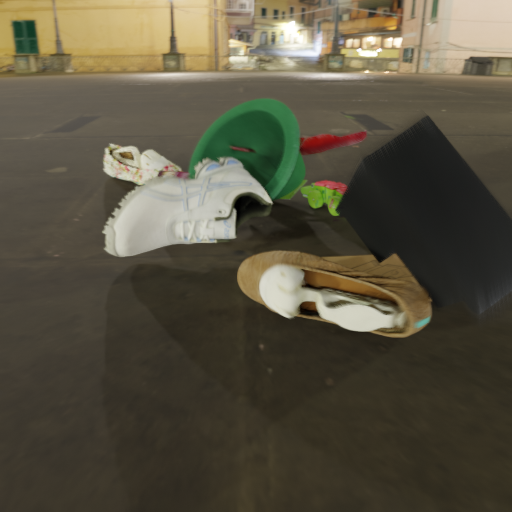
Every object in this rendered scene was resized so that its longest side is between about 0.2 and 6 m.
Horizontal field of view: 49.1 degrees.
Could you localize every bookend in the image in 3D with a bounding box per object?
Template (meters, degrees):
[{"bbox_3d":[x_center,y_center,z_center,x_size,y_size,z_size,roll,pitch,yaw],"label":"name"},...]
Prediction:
[{"bbox_3d":[2.377,-0.337,7.921,1.086,2.357,2.342,-34,-9,-7],"label":"bookend"}]

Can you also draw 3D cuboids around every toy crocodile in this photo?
[{"bbox_3d":[1.763,-1.373,12.550,0.732,0.670,2.170,-12,21,-26],"label":"toy crocodile"}]

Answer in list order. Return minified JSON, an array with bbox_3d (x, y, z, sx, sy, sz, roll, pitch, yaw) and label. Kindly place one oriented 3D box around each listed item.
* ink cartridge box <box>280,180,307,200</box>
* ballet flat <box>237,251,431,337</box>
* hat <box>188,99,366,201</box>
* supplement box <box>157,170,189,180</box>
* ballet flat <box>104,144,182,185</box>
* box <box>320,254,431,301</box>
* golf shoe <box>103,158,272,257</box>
[{"bbox_3d":[0.323,-1.832,13.434,1.491,0.565,1.102,4,33,30],"label":"ink cartridge box"},{"bbox_3d":[0.921,0.581,7.682,2.836,0.962,1.026,14,20,18],"label":"ballet flat"},{"bbox_3d":[0.604,-1.756,12.774,3.295,2.729,2.900,-17,-25,30],"label":"hat"},{"bbox_3d":[-1.746,-1.538,12.910,1.181,0.506,0.651,7,59,15],"label":"supplement box"},{"bbox_3d":[-3.025,-2.379,14.721,2.806,0.897,1.061,14,36,30],"label":"ballet flat"},{"bbox_3d":[1.993,0.359,9.124,1.880,0.200,1.537,-3,23,-8],"label":"box"},{"bbox_3d":[-1.121,-0.748,10.146,3.253,1.274,1.582,-32,54,-30],"label":"golf shoe"}]
